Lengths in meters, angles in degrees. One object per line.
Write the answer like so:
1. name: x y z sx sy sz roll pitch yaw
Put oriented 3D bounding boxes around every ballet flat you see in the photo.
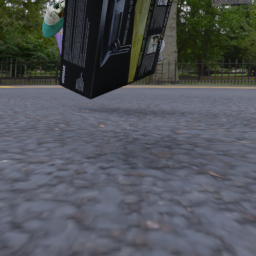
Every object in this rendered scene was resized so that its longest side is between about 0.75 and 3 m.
1. ballet flat: -1.348 -2.379 5.592 1.295 0.436 0.456 -42 -16 10

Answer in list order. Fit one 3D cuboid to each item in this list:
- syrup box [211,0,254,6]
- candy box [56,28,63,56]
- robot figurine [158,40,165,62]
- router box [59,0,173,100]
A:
1. syrup box: 2.186 -2.783 5.830 0.826 0.325 0.336 10 -30 27
2. candy box: -1.760 -3.182 10.327 0.821 1.925 2.295 -26 36 -31
3. robot figurine: 0.272 -3.252 9.525 1.562 2.766 2.345 15 55 40
4. router box: -0.024 -1.886 4.168 0.658 2.519 1.981 26 32 23
